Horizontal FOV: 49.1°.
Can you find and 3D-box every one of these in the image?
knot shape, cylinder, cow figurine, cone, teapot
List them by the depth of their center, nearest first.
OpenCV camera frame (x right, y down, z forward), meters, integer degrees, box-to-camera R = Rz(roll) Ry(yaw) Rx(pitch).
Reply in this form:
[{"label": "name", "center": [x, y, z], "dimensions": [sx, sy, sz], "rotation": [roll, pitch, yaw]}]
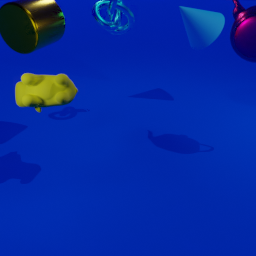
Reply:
[{"label": "cow figurine", "center": [-1.736, -0.746, 5.910], "dimensions": [1.444, 0.793, 1.421], "rotation": [-2, 1, 3]}, {"label": "teapot", "center": [2.994, -2.225, 6.398], "dimensions": [2.020, 1.256, 0.989], "rotation": [49, 47, 5]}, {"label": "cylinder", "center": [-2.343, -2.550, 6.896], "dimensions": [1.168, 1.168, 1.168], "rotation": [11, 34, 20]}, {"label": "knot shape", "center": [-0.343, -3.274, 8.167], "dimensions": [0.627, 1.270, 1.358], "rotation": [24, 76, 39]}, {"label": "cone", "center": [2.295, -3.801, 9.809], "dimensions": [1.507, 1.502, 1.502], "rotation": [27, 13, -31]}]
